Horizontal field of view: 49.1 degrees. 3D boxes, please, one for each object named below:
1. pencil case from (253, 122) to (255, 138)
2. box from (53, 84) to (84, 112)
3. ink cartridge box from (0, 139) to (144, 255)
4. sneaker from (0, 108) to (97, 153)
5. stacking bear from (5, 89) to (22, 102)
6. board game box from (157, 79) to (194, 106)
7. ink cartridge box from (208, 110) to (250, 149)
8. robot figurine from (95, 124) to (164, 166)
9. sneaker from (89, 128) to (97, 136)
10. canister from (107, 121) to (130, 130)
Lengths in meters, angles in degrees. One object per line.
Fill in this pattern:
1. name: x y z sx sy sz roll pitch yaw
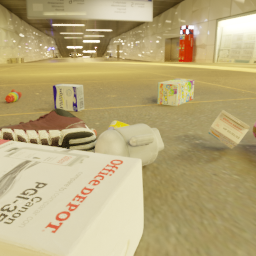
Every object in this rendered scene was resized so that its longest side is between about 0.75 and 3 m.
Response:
1. pencil case: 4.144 0.324 6.525 1.176 1.229 2.841 42 10 -14
2. box: -2.574 -1.325 12.158 1.185 1.090 0.622 6 18 20
3. ink cartridge box: -1.471 1.114 3.640 2.977 1.232 2.181 5 17 18
4. sneaker: -2.277 0.185 6.639 2.847 1.077 1.644 -1 28 -19
5. stacking bear: -5.753 -1.526 13.886 0.546 0.511 0.899 24 20 -4
6. board game box: 2.387 -1.796 13.809 1.033 1.051 2.005 11 20 33
7. ink cartridge box: 2.527 0.062 7.128 0.774 0.456 1.345 35 -2 17
8. robot figurine: -0.009 0.449 6.332 1.728 0.976 1.465 -11 -17 -33
9. sneaker: -1.137 0.188 8.505 0.413 0.257 0.770 -9 16 -19
10. canister: -0.310 0.208 7.646 0.657 0.383 0.884 19 37 8
